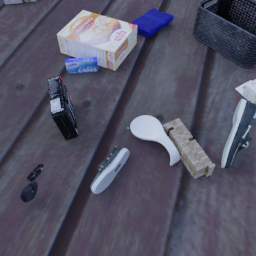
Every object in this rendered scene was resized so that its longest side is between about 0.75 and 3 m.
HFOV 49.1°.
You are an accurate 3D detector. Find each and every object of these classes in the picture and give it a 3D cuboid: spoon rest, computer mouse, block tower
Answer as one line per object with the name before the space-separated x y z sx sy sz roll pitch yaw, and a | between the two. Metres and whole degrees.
spoon rest | 0.744 0.233 7.484 0.832 0.508 1.675 -32 60 -22
computer mouse | -2.019 1.224 6.020 0.244 1.431 0.419 44 44 10
block tower | 1.516 0.503 7.297 0.501 0.469 1.735 -23 56 -15

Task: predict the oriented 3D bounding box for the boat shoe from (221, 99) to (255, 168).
boat shoe | 2.823 0.180 6.989 0.557 0.698 1.847 19 85 12

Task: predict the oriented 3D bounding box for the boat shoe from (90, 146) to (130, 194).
boat shoe | -0.501 1.007 6.942 0.413 0.501 1.460 23 49 24

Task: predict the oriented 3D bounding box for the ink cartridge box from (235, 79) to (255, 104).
ink cartridge box | 4.071 -1.075 8.495 0.804 0.462 1.374 -28 58 -20

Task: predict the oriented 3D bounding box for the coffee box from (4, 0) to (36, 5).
coffee box | -4.683 -5.804 12.048 1.331 0.531 0.752 -10 53 -8

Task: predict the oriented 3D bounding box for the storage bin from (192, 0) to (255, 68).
storage bin | 3.860 -3.552 9.891 1.826 1.266 2.700 -34 59 -23

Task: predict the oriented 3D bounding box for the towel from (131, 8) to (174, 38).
towel | 0.897 -4.066 10.869 1.132 0.380 1.533 33 59 30

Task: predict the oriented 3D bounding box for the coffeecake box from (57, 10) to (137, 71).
coffeecake box | -1.032 -3.119 9.831 2.220 0.811 1.704 21 56 16

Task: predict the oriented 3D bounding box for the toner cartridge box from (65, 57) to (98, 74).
toner cartridge box | -1.515 -2.057 9.234 1.021 0.485 0.220 -5 53 -3

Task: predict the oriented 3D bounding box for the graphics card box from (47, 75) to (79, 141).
graphics card box | -1.754 -0.563 7.527 0.407 1.003 1.599 -19 49 -3
